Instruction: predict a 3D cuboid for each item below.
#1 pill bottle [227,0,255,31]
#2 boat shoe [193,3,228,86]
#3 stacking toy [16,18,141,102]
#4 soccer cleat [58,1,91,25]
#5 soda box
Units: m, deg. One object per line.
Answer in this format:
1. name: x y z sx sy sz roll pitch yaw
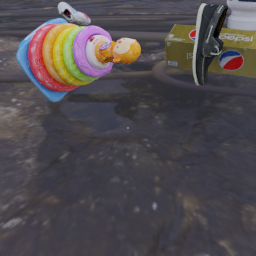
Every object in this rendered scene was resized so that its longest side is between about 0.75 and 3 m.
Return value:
1. pill bottle: 2.698 -3.073 5.950 1.051 1.816 1.051 1 29 0
2. boat shoe: 1.934 -1.935 6.693 0.645 1.908 0.685 13 21 25
3. stacking toy: -0.791 -1.375 5.303 2.615 1.435 1.518 9 52 45
4. soccer cleat: -1.524 -3.138 7.960 1.077 0.376 0.465 18 51 -42
5. soda box: 2.448 -2.106 7.572 2.737 0.876 0.927 14 51 22
